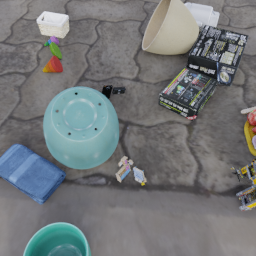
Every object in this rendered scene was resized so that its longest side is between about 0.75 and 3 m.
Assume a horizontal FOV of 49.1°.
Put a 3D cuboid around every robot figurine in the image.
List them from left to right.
[{"bbox_3d":[3.567,-5.789,14.668,2.258,1.275,1.915,16,40,11],"label":"robot figurine"}]

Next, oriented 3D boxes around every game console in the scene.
[{"bbox_3d":[-0.603,-1.526,11.813,1.098,0.648,0.132,-7,48,-29],"label":"game console"}]

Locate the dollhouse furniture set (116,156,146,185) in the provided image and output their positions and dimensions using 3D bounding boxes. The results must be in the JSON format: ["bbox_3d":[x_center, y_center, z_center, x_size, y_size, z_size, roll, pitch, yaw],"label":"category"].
[{"bbox_3d":[0.113,1.530,9.215,0.878,0.828,0.573,24,55,32],"label":"dollhouse furniture set"}]

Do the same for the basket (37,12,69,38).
[{"bbox_3d":[-3.855,-5.361,14.601,1.406,0.867,0.953,13,53,9],"label":"basket"}]

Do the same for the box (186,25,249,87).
[{"bbox_3d":[4.094,-3.374,12.868,2.134,1.122,2.606,20,54,15],"label":"box"}]

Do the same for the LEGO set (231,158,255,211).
[{"bbox_3d":[4.084,1.989,8.983,1.362,1.026,1.771,14,50,-27],"label":"LEGO set"}]

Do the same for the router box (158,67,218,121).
[{"bbox_3d":[2.509,-1.472,11.660,1.633,0.677,2.180,29,57,21],"label":"router box"}]

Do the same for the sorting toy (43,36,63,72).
[{"bbox_3d":[-3.700,-3.428,13.310,0.840,0.846,2.439,-23,54,12],"label":"sorting toy"}]

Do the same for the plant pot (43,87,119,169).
[{"bbox_3d":[-1.501,-0.112,9.082,2.644,2.122,2.644,2,74,-7],"label":"plant pot"}]

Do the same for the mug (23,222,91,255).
[{"bbox_3d":[-1.884,3.619,7.320,1.633,1.229,1.988,29,58,20],"label":"mug"}]

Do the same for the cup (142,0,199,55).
[{"bbox_3d":[2.131,-4.557,13.142,1.942,2.715,2.715,20,50,-17],"label":"cup"}]

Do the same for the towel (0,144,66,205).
[{"bbox_3d":[-3.321,1.475,9.434,2.326,0.564,1.298,26,56,20],"label":"towel"}]

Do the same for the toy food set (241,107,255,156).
[{"bbox_3d":[5.171,-0.077,10.211,1.676,0.930,2.848,-8,51,11],"label":"toy food set"}]
